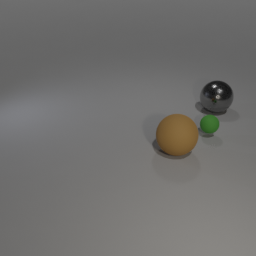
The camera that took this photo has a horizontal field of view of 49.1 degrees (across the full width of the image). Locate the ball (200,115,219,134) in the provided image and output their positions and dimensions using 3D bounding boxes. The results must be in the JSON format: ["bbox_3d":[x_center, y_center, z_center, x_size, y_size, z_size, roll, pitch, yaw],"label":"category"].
[{"bbox_3d":[3.029,-0.143,10.395,0.700,0.700,0.700,0,30,0],"label":"ball"}]

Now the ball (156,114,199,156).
[{"bbox_3d":[1.634,0.224,9.351,1.400,1.400,1.400,0,30,0],"label":"ball"}]

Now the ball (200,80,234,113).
[{"bbox_3d":[3.827,-1.350,12.119,1.400,1.400,1.400,0,30,0],"label":"ball"}]
